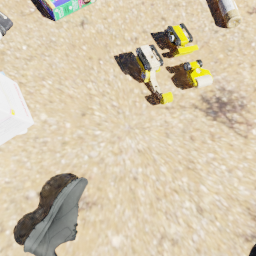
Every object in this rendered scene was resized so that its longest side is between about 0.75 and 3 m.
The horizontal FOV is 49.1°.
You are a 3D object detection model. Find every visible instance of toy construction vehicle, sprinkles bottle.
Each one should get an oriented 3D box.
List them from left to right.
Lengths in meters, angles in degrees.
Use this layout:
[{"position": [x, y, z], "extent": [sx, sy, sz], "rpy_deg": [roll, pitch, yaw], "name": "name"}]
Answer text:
[{"position": [1.499, -2.201, 9.685], "extent": [2.291, 0.927, 2.631], "rpy_deg": [-21, 70, -21], "name": "toy construction vehicle"}, {"position": [3.840, -4.707, 10.825], "extent": [0.598, 0.598, 1.753], "rpy_deg": [-9, 67, -4], "name": "sprinkles bottle"}]

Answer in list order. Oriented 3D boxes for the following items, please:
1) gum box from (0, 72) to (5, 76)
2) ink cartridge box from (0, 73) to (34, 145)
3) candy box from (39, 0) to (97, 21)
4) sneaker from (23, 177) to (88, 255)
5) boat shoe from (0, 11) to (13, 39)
[{"position": [-4.580, -1.443, 9.613], "extent": [0.763, 0.200, 0.898], "rpy_deg": [-16, 67, -7], "name": "gum box"}, {"position": [-4.200, -0.606, 8.061], "extent": [1.674, 2.674, 1.718], "rpy_deg": [-31, 69, 6], "name": "ink cartridge box"}, {"position": [-2.479, -5.342, 11.022], "extent": [1.940, 0.747, 1.640], "rpy_deg": [-34, 72, -13], "name": "candy box"}, {"position": [-1.716, 2.470, 7.636], "extent": [1.091, 0.913, 2.403], "rpy_deg": [33, 75, 2], "name": "sneaker"}, {"position": [-5.599, -4.458, 10.454], "extent": [2.980, 1.101, 0.899], "rpy_deg": [37, 71, 11], "name": "boat shoe"}]
